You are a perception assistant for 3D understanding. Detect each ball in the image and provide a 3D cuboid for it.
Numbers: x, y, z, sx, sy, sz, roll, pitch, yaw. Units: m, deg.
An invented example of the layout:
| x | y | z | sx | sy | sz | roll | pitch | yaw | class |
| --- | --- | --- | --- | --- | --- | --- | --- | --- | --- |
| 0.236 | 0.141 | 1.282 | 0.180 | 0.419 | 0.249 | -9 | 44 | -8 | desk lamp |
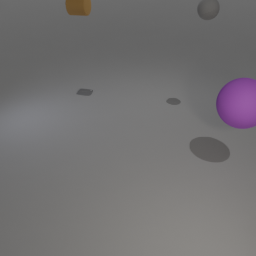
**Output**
| x | y | z | sx | sy | sz | roll | pitch | yaw | class |
| --- | --- | --- | --- | --- | --- | --- | --- | --- | --- |
| 2.590 | -3.851 | 9.032 | 0.700 | 0.700 | 0.700 | 0 | 32 | 0 | ball |
| 3.156 | -0.674 | 7.705 | 1.400 | 1.400 | 1.400 | 0 | 32 | 0 | ball |

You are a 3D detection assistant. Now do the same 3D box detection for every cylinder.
| x | y | z | sx | sy | sz | roll | pitch | yaw | class |
| --- | --- | --- | --- | --- | --- | --- | --- | --- | --- |
| -1.755 | -4.379 | 9.964 | 0.700 | 0.700 | 0.700 | 8 | 33 | 13 | cylinder |
